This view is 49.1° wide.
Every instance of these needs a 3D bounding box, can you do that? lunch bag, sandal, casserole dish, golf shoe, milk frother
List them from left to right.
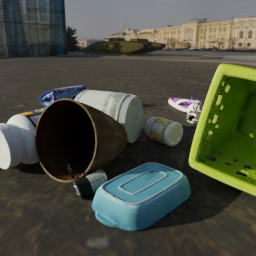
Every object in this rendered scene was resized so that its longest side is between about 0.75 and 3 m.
[{"bbox_3d":[-3.504,-1.541,14.908,1.814,1.133,2.409,-15,11,-35],"label":"lunch bag"},{"bbox_3d":[-0.980,1.139,6.644,0.731,0.777,0.701,-22,16,-27],"label":"milk frother"},{"bbox_3d":[0.362,1.408,6.423,1.561,0.500,2.577,17,24,41],"label":"casserole dish"},{"bbox_3d":[3.044,-1.282,14.212,1.196,0.722,2.939,-11,21,-29],"label":"sandal"},{"bbox_3d":[2.916,-0.628,12.294,0.841,0.738,1.911,-10,19,-7],"label":"golf shoe"}]

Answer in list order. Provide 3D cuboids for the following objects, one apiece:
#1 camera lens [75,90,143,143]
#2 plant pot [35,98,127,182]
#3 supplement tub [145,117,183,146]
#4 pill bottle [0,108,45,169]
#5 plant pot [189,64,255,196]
[{"bbox_3d":[-0.766,-0.405,9.880,2.198,1.759,1.759,8,20,23],"label":"camera lens"},{"bbox_3d":[-1.032,0.310,7.842,2.073,2.073,2.218,11,5,30],"label":"plant pot"},{"bbox_3d":[1.240,0.088,9.823,0.849,0.849,1.174,-13,22,-34],"label":"supplement tub"},{"bbox_3d":[-2.665,0.200,8.440,1.522,1.522,2.616,14,23,36],"label":"pill bottle"},{"bbox_3d":[3.361,-0.060,6.957,2.643,2.656,2.410,22,23,24],"label":"plant pot"}]
